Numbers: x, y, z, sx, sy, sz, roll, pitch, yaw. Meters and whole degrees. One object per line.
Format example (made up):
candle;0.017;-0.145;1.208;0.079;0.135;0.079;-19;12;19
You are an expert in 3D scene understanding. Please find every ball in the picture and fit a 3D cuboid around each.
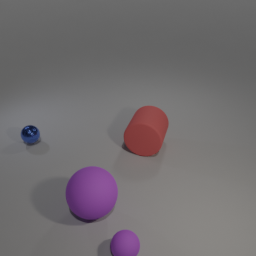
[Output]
ball;-0.972;1.738;7.560;1.400;1.400;1.400;0;32;0
ball;-3.706;0.237;10.630;0.700;0.700;0.700;0;32;0
ball;-0.064;2.779;6.638;0.700;0.700;0.700;0;32;0

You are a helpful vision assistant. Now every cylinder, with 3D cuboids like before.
cylinder;0.695;0.088;10.315;1.400;1.400;1.400;9;33;14
